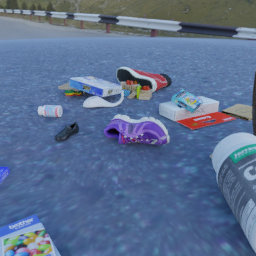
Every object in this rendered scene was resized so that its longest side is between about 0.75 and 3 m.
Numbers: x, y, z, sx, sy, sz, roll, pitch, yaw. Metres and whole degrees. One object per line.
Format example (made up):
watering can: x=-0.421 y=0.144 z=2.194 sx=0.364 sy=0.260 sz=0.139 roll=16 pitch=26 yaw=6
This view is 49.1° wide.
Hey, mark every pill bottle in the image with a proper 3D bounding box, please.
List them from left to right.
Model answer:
pill bottle: x=-3.162 y=-0.687 z=11.387 sx=0.887 sy=0.482 sz=0.482 roll=2 pitch=23 yaw=5
pill bottle: x=2.667 y=1.194 z=5.532 sx=1.507 sy=1.507 sz=2.665 roll=-1 pitch=23 yaw=-2

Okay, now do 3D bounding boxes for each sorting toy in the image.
sorting toy: x=-2.721 y=-2.067 z=14.747 sx=1.259 sy=0.442 sz=2.612 roll=11 pitch=26 yaw=25

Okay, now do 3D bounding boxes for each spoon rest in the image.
spoon rest: x=-1.102 y=-1.199 z=12.718 sx=1.949 sy=0.591 sz=0.969 roll=-12 pitch=20 yaw=6

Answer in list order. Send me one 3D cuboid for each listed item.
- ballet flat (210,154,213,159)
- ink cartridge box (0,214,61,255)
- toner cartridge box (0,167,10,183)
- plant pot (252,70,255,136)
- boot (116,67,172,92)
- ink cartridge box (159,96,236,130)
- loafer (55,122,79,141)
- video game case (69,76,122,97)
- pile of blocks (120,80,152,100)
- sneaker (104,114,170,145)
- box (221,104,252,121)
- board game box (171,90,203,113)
ballet flat: x=2.765 y=0.863 z=7.856 sx=0.395 sy=0.334 sz=1.045 roll=-18 pitch=28 yaw=-32
ink cartridge box: x=-1.865 y=2.198 z=4.540 sx=1.329 sy=0.467 sz=2.227 roll=-15 pitch=25 yaw=-32
toner cartridge box: x=-3.380 y=1.269 z=7.070 sx=0.405 sy=0.184 sz=0.852 roll=1 pitch=22 yaw=5
plant pot: x=3.860 y=-0.387 z=6.888 sx=1.859 sy=1.988 sz=1.859 roll=0 pitch=37 yaw=0
boot: x=0.930 y=-2.830 z=15.910 sx=2.917 sy=1.056 sz=2.104 roll=27 pitch=34 yaw=34
ink cartridge box: x=2.792 y=-0.685 z=11.332 sx=2.367 sy=0.515 sz=2.054 roll=-12 pitch=24 yaw=-27
loafer: x=-2.094 y=0.113 z=9.562 sx=0.389 sy=0.402 sz=1.146 roll=11 pitch=25 yaw=25
video game case: x=-1.550 y=-2.040 z=13.642 sx=1.946 sy=0.442 sz=1.764 roll=21 pitch=22 yaw=23
pile of blocks: x=0.189 y=-1.985 z=14.197 sx=2.321 sy=0.721 sz=0.953 roll=16 pitch=27 yaw=34
sneaker: x=0.229 y=0.243 z=8.990 sx=2.375 sy=0.958 sz=0.991 roll=7 pitch=37 yaw=38
box: x=4.859 y=-0.699 z=11.844 sx=1.484 sy=0.158 sz=1.213 roll=-21 pitch=30 yaw=-39
board game box: x=2.355 y=-1.084 z=11.104 sx=1.006 sy=0.236 sz=0.759 roll=35 pitch=48 yaw=25
